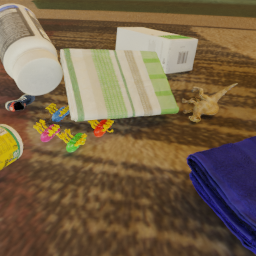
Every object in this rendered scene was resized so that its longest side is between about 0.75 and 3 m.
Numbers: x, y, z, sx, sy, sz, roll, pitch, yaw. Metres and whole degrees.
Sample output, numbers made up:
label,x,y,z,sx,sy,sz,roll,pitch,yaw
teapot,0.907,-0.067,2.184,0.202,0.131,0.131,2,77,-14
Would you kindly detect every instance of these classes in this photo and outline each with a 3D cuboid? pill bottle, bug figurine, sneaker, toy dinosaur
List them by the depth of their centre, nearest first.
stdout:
label,x,y,z,sx,sy,sz,roll,pitch,yaw
pill bottle,-2.593,0.515,4.925,0.764,0.764,1.356,13,27,20
bug figurine,-1.319,-0.014,6.680,1.835,0.472,1.423,18,40,22
toy dinosaur,2.143,-0.718,7.775,1.877,0.546,0.949,-39,54,-23
sneaker,-2.937,-0.685,7.876,0.382,0.339,0.905,19,38,33
pill bottle,-2.994,-2.294,8.206,1.521,1.521,2.674,-17,56,-26

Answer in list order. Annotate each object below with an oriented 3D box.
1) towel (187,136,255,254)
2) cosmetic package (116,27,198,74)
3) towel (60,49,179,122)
label,x,y,z,sx,sy,sz,roll,pitch,yaw
towel,2.545,0.970,4.772,2.688,0.666,1.985,-11,44,-25
cosmetic package,0.982,-3.038,10.712,1.547,1.220,2.875,-17,35,-39
towel,-0.233,-1.134,7.253,2.815,0.432,2.100,-4,64,-23
